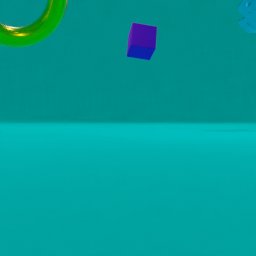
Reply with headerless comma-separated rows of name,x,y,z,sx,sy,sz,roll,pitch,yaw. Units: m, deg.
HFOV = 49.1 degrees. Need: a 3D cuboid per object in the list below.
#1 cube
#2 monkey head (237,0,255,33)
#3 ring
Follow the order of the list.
cube,0.477,-3.029,9.868,0.878,0.878,0.878,7,-13,-8
monkey head,3.061,-2.615,6.025,1.233,1.032,1.713,39,-13,40
ring,-1.636,-1.947,4.192,1.585,1.585,0.317,-1,41,-48
